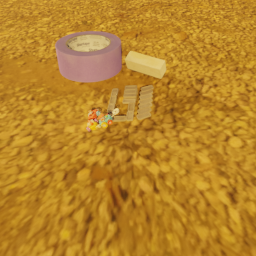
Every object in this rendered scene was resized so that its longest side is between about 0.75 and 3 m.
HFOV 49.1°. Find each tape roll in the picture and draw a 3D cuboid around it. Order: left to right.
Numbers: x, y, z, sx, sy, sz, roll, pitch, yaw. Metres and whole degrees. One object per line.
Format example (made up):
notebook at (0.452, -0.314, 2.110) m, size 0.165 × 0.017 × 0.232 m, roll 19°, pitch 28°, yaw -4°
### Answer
tape roll at (-1.578, -2.992, 11.511) m, size 2.630 × 1.118 × 2.630 m, roll -1°, pitch 38°, yaw 1°

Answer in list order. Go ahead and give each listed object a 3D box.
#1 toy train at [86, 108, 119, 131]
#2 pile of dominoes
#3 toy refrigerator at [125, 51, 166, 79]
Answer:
toy train at (-0.893, -0.360, 8.451) m, size 1.223 × 0.340 × 0.919 m, roll -7°, pitch 47°, yaw 40°
pile of dominoes at (0.108, -0.784, 9.482) m, size 1.487 × 0.304 × 1.908 m, roll -1°, pitch 44°, yaw 9°
toy refrigerator at (0.677, -2.408, 10.575) m, size 1.475 × 0.560 × 0.516 m, roll 23°, pitch 70°, yaw 23°
